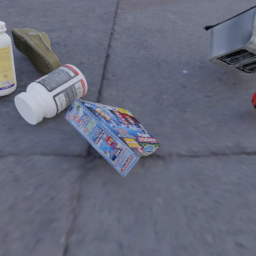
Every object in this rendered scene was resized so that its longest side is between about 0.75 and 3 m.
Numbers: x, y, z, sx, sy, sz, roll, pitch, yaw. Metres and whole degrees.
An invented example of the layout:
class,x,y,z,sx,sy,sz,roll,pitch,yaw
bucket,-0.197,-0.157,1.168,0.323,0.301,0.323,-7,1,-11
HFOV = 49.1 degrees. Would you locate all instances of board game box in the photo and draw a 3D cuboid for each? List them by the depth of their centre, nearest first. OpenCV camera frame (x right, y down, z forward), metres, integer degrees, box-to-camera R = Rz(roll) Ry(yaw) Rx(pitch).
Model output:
class,x,y,z,sx,sy,sz,roll,pitch,yaw
board game box,-0.163,0.220,5.965,1.768,0.545,1.767,9,33,-52

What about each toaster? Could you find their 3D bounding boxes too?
class,x,y,z,sx,sy,sz,roll,pitch,yaw
toaster,3.445,-2.433,8.117,1.790,1.175,1.980,15,-10,-29

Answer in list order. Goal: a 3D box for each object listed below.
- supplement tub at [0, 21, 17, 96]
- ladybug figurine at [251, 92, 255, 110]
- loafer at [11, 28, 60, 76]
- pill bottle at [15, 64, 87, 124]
class,x,y,z,sx,sy,sz,roll,pitch,yaw
supplement tub,-3.923,-1.939,7.802,1.373,1.888,1.373,3,26,-1
ladybug figurine,3.390,-0.602,7.064,0.393,0.741,1.092,-28,8,27
loafer,-2.948,-2.686,9.304,0.928,1.046,2.752,-30,57,-26
pill bottle,-2.002,-0.894,7.389,1.003,1.003,1.732,27,49,28
